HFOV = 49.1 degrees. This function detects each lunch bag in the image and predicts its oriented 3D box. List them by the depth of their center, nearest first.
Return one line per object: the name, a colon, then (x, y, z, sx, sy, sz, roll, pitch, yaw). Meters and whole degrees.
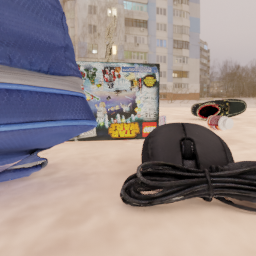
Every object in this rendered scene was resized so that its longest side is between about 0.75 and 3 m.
lunch bag: (-1.774, -0.334, 2.921, 2.017, 1.964, 2.969, -21, -9, 33)

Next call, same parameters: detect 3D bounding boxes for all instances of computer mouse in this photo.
computer mouse: (0.767, 0.278, 3.409, 1.658, 0.631, 2.394, -1, 5, 1)

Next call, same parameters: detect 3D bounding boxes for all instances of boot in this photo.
boot: (4.801, -0.914, 14.390, 2.934, 1.059, 2.216, -4, 7, 9)

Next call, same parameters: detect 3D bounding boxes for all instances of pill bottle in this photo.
pill bottle: (3.021, -0.166, 9.184, 0.465, 0.465, 0.823, -2, 6, -25)

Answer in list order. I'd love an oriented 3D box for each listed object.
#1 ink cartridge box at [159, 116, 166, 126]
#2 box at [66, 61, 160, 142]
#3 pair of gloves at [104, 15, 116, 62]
ink cartridge box: (1.178, -0.182, 9.388, 0.160, 0.455, 0.763, 0, 5, 14)
box: (-0.581, -0.623, 6.646, 2.683, 1.837, 0.535, -2, 7, -12)
pair of gloves: (-0.622, -2.736, 8.936, 0.245, 1.400, 1.190, 7, -6, -12)
